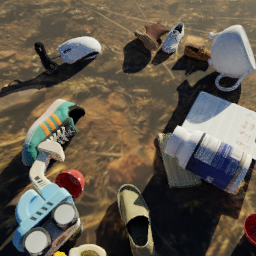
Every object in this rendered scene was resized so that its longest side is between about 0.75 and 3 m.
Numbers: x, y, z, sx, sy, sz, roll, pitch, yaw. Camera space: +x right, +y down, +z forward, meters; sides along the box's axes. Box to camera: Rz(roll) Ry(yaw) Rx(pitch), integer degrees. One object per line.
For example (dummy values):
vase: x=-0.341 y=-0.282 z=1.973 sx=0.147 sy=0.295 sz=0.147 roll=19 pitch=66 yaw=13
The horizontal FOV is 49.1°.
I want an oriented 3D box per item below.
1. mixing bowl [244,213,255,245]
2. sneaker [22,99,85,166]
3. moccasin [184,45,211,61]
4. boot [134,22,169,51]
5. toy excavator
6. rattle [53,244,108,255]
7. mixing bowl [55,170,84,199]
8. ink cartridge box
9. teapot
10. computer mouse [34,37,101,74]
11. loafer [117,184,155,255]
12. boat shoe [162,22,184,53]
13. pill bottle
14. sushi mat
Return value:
mixing bowl: x=3.556 y=2.846 z=7.637 sx=0.898 sy=0.487 sz=0.898 roll=0 pitch=51 yaw=1
sneaker: x=-2.438 y=0.119 z=9.504 sx=1.156 sy=1.033 sz=2.894 roll=12 pitch=50 yaw=15
moccasin: x=3.250 y=-3.456 z=12.726 sx=1.391 sy=0.537 sz=0.509 roll=24 pitch=59 yaw=16
boot: x=1.374 y=-4.493 z=13.492 sx=1.564 sy=0.680 sz=1.880 roll=-25 pitch=52 yaw=-17
toy excavator: x=-2.291 y=1.872 z=7.705 sx=2.698 sy=1.348 sz=2.623 roll=37 pitch=62 yaw=22
rattle: x=-0.725 y=3.289 z=6.826 sx=1.821 sy=1.301 sz=1.185 roll=4 pitch=32 yaw=11
mixing bowl: x=-1.675 y=1.624 z=8.488 sx=0.926 sy=0.926 sz=0.502 roll=19 pitch=27 yaw=15
ink cartridge box: x=3.419 y=0.022 z=9.838 sx=2.766 sy=0.789 sz=2.248 roll=27 pitch=52 yaw=12
teapot: x=4.187 y=-2.971 z=11.664 sx=1.664 sy=2.249 sz=2.279 roll=-18 pitch=18 yaw=32
computer mouse: x=-2.524 y=-3.468 z=12.440 sx=2.879 sy=0.632 sz=1.578 roll=-25 pitch=79 yaw=-20
loafer: x=0.245 y=2.469 z=7.768 sx=0.850 sy=0.754 sz=2.236 roll=-14 pitch=52 yaw=-11
boat shoe: x=2.174 y=-4.374 z=13.413 sx=0.739 sy=0.657 sz=2.009 roll=17 pitch=53 yaw=13
pill bottle: x=2.375 y=0.879 z=8.611 sx=2.342 sy=1.301 sz=1.301 roll=28 pitch=56 yaw=16
sushi mat: x=1.663 y=1.011 z=9.370 sx=1.021 sy=0.129 sz=2.135 roll=-6 pitch=51 yaw=-6
